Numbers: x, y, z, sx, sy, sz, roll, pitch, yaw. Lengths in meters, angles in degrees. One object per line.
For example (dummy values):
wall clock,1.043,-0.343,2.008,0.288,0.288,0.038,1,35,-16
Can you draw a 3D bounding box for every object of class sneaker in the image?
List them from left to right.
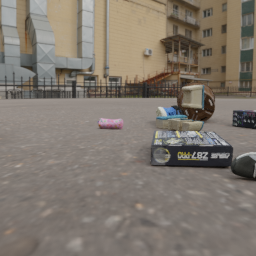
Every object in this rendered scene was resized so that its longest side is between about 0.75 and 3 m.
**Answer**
sneaker,1.990,-0.625,12.878,1.220,0.842,2.193,-8,1,2
sneaker,2.442,0.715,4.693,1.246,0.468,0.720,1,10,-3

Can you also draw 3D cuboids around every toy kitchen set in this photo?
toy kitchen set,2.170,-0.777,10.796,1.261,1.715,2.140,-5,9,-27

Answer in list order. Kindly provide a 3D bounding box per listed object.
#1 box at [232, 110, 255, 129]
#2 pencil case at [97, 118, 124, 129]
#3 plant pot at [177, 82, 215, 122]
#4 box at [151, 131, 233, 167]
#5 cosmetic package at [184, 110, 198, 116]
box,5.103,-0.368,11.595,0.790,0.685,1.292,-5,9,-33
pencil case,-0.696,-0.179,11.227,1.010,0.442,0.442,3,9,16
plant pot,3.411,-1.204,13.812,1.964,1.964,1.944,1,15,9
box,1.395,0.419,6.614,1.656,0.504,2.054,2,8,6
cosmetic package,3.719,-1.176,16.227,1.015,1.014,1.230,-7,12,-41
